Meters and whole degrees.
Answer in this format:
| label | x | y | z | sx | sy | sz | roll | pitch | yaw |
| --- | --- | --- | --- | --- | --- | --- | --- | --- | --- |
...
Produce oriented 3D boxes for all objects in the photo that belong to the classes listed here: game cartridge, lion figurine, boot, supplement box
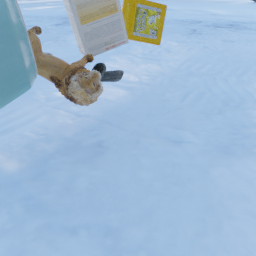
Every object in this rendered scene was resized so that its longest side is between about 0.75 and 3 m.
| label | x | y | z | sx | sy | sz | roll | pitch | yaw |
| --- | --- | --- | --- | --- | --- | --- | --- | --- | --- |
| game cartridge | 0.552 | -4.019 | 10.542 | 1.713 | 1.510 | 0.278 | 4 | 14 | -22 |
| lion figurine | -1.849 | -1.525 | 6.976 | 2.865 | 1.038 | 1.755 | 21 | 37 | 4 |
| boot | -0.555 | -1.594 | 8.220 | 1.094 | 0.397 | 0.995 | -4 | -11 | -37 |
| supplement box | -1.015 | -3.476 | 8.325 | 1.490 | 2.365 | 0.870 | -25 | 37 | -15 |

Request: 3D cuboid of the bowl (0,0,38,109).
| label | x | y | z | sx | sy | sz | roll | pitch | yaw |
| --- | --- | --- | --- | --- | --- | --- | --- | --- | --- |
| bowl | -2.735 | -1.621 | 5.440 | 1.510 | 2.886 | 2.886 | -17 | 34 | -18 |
